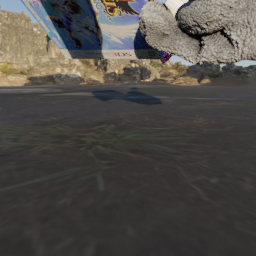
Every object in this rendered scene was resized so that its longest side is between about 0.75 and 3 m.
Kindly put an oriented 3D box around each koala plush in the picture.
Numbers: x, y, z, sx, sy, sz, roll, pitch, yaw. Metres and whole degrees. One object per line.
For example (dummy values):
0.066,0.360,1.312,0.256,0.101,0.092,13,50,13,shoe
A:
1.424,-2.306,4.011,2.197,2.391,2.120,36,70,28,koala plush

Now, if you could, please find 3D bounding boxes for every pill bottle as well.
1.822,-4.445,10.291,0.826,0.826,1.444,10,40,43,pill bottle

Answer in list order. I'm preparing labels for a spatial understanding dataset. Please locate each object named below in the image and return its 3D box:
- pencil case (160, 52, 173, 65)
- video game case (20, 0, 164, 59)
1.427,-2.495,8.371,1.287,0.584,0.603,-37,-18,20,pencil case
-0.765,-2.494,5.693,2.616,0.656,2.886,5,-22,21,video game case
